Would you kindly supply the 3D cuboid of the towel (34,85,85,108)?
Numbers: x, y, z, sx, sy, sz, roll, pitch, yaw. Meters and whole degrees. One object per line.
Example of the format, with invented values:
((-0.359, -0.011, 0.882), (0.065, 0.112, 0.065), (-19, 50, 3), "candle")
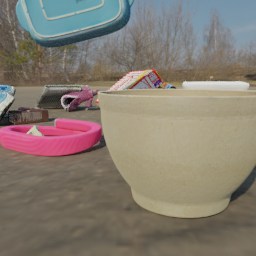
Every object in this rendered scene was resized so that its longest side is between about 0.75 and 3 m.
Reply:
((-2.857, -1.270, 11.803), (1.816, 0.314, 1.749), (-8, -21, -37), "towel")

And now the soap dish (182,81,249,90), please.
((3.014, -1.064, 10.021), (2.296, 1.185, 2.918), (2, 10, 12), "soap dish")

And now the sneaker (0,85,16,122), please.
((-4.222, -1.027, 8.436), (1.291, 1.125, 2.869), (34, -5, -27), "sneaker")

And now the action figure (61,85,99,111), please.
((-1.866, -1.293, 11.160), (1.548, 1.037, 1.152), (-20, -10, -1), "action figure")

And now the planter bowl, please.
((0.555, 0.190, 2.979), (1.743, 1.173, 1.743), (1, 10, 0), "planter bowl")

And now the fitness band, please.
((-1.512, 0.131, 5.548), (2.164, 0.405, 1.554), (6, 12, 34), "fitness band")

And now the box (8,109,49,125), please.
((-2.948, -0.351, 8.329), (1.038, 0.389, 0.520), (-6, 11, -39), "box")

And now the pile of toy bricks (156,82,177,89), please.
((1.098, -1.210, 10.242), (1.041, 1.170, 2.109), (34, 20, 16), "pile of toy bricks")

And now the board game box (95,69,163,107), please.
((-0.066, -1.256, 10.020), (1.881, 0.575, 2.483), (-42, 19, -9), "board game box")

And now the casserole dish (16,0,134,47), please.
((-1.084, -2.520, 5.617), (2.482, 1.503, 0.481), (-14, 18, 1), "casserole dish")

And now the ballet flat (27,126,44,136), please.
((-1.860, 0.179, 5.555), (0.351, 0.351, 1.011), (-5, 11, -25), "ballet flat")

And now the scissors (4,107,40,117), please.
((-3.856, -0.521, 9.916), (0.818, 0.156, 2.235), (8, 13, 4), "scissors")
